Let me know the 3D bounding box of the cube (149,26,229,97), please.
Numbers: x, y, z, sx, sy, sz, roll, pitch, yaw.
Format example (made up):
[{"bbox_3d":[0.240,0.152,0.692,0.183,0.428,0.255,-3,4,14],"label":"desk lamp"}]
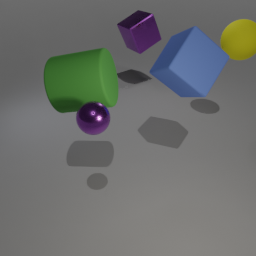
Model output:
[{"bbox_3d":[1.754,-1.853,8.220,1.400,1.400,1.400,34,-5,-19],"label":"cube"}]

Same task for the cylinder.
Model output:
[{"bbox_3d":[-1.082,-1.129,6.817,1.400,1.400,1.400,-6,31,13],"label":"cylinder"}]

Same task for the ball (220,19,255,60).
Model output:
[{"bbox_3d":[4.039,-3.138,10.003,1.400,1.400,1.400,0,32,0],"label":"ball"}]

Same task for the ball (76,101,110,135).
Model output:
[{"bbox_3d":[-0.710,-0.204,5.734,0.700,0.700,0.700,0,32,0],"label":"ball"}]

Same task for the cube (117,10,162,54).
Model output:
[{"bbox_3d":[0.562,-4.777,13.913,1.400,1.400,1.400,-36,40,-9],"label":"cube"}]
